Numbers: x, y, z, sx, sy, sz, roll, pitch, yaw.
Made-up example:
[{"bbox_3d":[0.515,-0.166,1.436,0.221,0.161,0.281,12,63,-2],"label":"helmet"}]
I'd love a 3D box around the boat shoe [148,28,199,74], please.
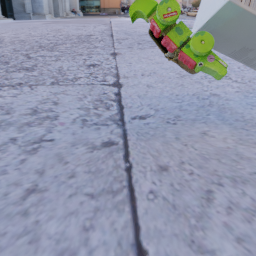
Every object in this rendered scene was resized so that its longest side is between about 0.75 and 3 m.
[{"bbox_3d":[1.145,-1.955,7.067,1.693,0.627,0.562,47,53,4],"label":"boat shoe"}]

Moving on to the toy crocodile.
[{"bbox_3d":[1.160,-2.011,6.350,2.658,0.821,0.897,43,1,1],"label":"toy crocodile"}]

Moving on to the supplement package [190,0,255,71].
[{"bbox_3d":[3.447,-3.131,7.687,2.515,1.895,1.909,22,-15,-11],"label":"supplement package"}]
